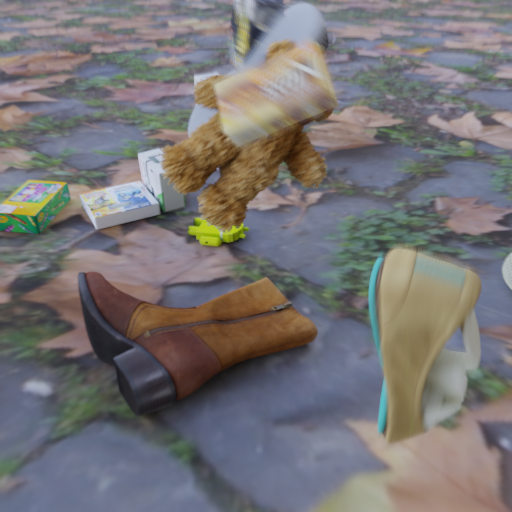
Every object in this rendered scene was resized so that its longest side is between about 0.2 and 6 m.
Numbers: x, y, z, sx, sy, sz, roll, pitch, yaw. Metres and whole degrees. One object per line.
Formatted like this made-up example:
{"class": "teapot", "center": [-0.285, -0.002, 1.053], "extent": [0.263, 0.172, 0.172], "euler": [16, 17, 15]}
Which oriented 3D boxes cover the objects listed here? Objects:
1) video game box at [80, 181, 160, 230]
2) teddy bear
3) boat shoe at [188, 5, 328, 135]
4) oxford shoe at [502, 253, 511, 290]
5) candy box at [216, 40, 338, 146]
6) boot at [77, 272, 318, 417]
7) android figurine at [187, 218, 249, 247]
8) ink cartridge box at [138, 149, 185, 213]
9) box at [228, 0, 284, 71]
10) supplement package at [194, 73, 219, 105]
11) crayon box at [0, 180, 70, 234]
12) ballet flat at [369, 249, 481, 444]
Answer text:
{"class": "video game box", "center": [-2.790, -1.061, 11.452], "extent": [1.327, 0.311, 1.209], "euler": [-17, 34, -24]}
{"class": "teddy bear", "center": [0.028, -1.381, 6.289], "extent": [2.380, 1.725, 0.794], "euler": [-30, 1, -14]}
{"class": "boat shoe", "center": [0.101, -2.814, 9.359], "extent": [1.013, 2.898, 0.960], "euler": [45, 10, 25]}
{"class": "oxford shoe", "center": [4.976, 0.648, 8.484], "extent": [0.773, 1.006, 2.677], "euler": [28, 3, -40]}
{"class": "candy box", "center": [0.177, -1.500, 5.202], "extent": [1.034, 0.286, 0.597], "euler": [-18, 67, 16]}
{"class": "boot", "center": [-0.936, 0.736, 8.106], "extent": [2.817, 0.965, 2.652], "euler": [-20, 38, -29]}
{"class": "android figurine", "center": [-0.706, -0.507, 10.667], "extent": [1.112, 0.228, 1.012], "euler": [6, 33, 11]}
{"class": "ink cartridge box", "center": [-1.978, -1.587, 11.714], "extent": [0.519, 0.901, 1.235], "euler": [-19, 37, -24]}
{"class": "box", "center": [-0.049, -4.292, 10.429], "extent": [0.596, 1.957, 2.428], "euler": [3, 49, -12]}
{"class": "supplement package", "center": [-1.281, -4.425, 15.765], "extent": [0.709, 1.213, 0.711], "euler": [-15, 36, -22]}
{"class": "crayon box", "center": [-4.463, -1.008, 11.244], "extent": [0.875, 0.429, 1.473], "euler": [5, 33, 7]}
{"class": "ballet flat", "center": [1.180, 0.808, 3.921], "extent": [0.678, 2.151, 0.738], "euler": [7, 54, 20]}
